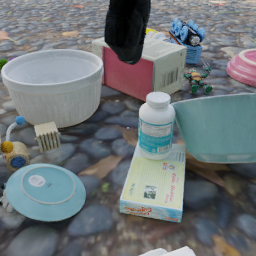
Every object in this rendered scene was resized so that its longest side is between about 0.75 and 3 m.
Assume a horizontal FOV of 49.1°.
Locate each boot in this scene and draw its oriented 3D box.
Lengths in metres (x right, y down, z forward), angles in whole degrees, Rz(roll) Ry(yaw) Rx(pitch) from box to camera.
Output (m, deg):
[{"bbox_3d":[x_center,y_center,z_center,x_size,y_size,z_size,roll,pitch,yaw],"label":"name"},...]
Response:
[{"bbox_3d":[0.016,-2.694,6.098,0.949,2.382,2.890,0,6,6],"label":"boot"}]

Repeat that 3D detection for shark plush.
[{"bbox_3d":[-2.101,1.260,5.576,0.462,0.503,1.108,29,18,8],"label":"shark plush"}]

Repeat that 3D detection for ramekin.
[{"bbox_3d":[-2.057,-1.159,8.083,2.724,1.430,2.724,0,33,0],"label":"ramekin"}]

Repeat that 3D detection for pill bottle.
[{"bbox_3d":[0.589,-0.053,5.818,0.736,1.329,0.736,1,32,0],"label":"pill bottle"},{"bbox_3d":[1.192,-4.009,12.889,0.898,0.898,1.722,-18,38,-26],"label":"pill bottle"}]

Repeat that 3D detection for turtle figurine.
[{"bbox_3d":[2.372,-1.767,9.667,1.080,0.726,1.442,-11,48,6],"label":"turtle figurine"}]

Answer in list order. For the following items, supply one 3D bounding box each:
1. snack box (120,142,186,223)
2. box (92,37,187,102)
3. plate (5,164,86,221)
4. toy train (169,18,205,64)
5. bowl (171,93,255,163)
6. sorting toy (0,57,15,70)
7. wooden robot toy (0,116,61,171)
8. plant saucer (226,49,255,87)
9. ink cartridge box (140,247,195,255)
[{"bbox_3d":[0.592,0.980,5.794,1.131,0.361,1.946,7,34,10],"label":"snack box"},{"bbox_3d":[0.332,-2.133,9.490,2.736,1.491,1.749,27,42,35],"label":"box"},{"bbox_3d":[-1.513,1.119,5.324,1.495,0.191,1.495,17,29,-9],"label":"plate"},{"bbox_3d":[2.417,-3.766,12.024,1.093,1.441,2.522,4,33,-12],"label":"toy train"},{"bbox_3d":[2.124,0.048,5.909,2.418,1.265,2.418,-2,-1,0],"label":"bowl"},{"bbox_3d":[-4.845,-2.323,10.882,0.485,0.489,1.410,40,48,14],"label":"sorting toy"},{"bbox_3d":[-2.736,0.584,5.518,2.927,1.289,1.328,0,30,-28],"label":"wooden robot toy"},{"bbox_3d":[5.205,-2.331,10.530,2.789,0.707,2.789,0,34,0],"label":"plant saucer"},{"bbox_3d":[0.235,2.483,2.404,1.609,1.568,2.503,-11,35,-16],"label":"ink cartridge box"}]
